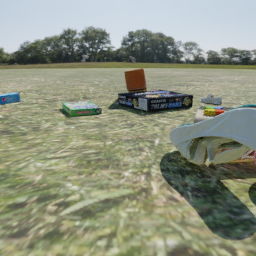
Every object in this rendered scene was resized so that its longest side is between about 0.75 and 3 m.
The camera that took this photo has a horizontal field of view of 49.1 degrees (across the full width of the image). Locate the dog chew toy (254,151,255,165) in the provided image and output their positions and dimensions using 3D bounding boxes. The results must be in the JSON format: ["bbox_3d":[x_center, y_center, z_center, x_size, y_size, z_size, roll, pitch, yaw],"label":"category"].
[{"bbox_3d":[2.950,0.494,4.832,1.549,0.964,0.964,0,13,-28],"label":"dog chew toy"}]

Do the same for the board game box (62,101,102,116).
[{"bbox_3d":[-1.838,-0.785,10.947,1.157,0.250,1.720,-7,16,-22],"label":"board game box"}]

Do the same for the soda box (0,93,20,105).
[{"bbox_3d":[-5.563,-1.330,12.733,0.432,0.409,1.274,9,16,30],"label":"soda box"}]

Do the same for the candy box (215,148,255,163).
[{"bbox_3d":[2.548,0.255,5.807,1.427,0.824,0.395,-2,14,-8],"label":"candy box"}]

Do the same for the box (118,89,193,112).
[{"bbox_3d":[1.139,-1.227,12.059,2.358,0.586,2.340,-8,18,-30],"label":"box"}]

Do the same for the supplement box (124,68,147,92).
[{"bbox_3d":[0.383,-2.190,13.788,0.980,0.948,2.850,-9,1,4],"label":"supplement box"}]

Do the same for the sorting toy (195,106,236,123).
[{"bbox_3d":[3.386,-0.477,9.434,2.126,0.419,2.297,4,15,15],"label":"sorting toy"}]

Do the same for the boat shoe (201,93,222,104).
[{"bbox_3d":[3.819,-1.394,12.842,0.410,0.473,1.109,-10,17,-33],"label":"boat shoe"}]

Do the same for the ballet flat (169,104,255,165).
[{"bbox_3d":[1.493,0.274,5.272,0.890,0.890,2.564,-7,-9,-25],"label":"ballet flat"}]
